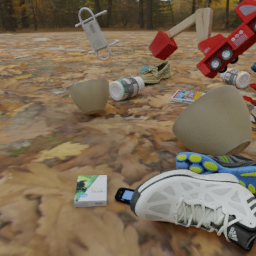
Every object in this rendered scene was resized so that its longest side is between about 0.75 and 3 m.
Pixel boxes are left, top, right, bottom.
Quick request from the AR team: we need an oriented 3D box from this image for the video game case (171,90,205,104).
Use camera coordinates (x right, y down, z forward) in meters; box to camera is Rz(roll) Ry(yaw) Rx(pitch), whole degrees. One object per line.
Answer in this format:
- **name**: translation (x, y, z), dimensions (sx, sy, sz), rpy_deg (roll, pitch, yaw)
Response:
- **video game case**: translation (3.167, -1.403, 13.054), dimensions (2.046, 0.179, 1.463), rpy_deg (10, 26, 21)

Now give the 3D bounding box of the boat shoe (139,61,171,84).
- **boat shoe**: translation (1.526, -3.214, 16.214), dimensions (1.085, 0.928, 2.961), rpy_deg (15, 28, 31)

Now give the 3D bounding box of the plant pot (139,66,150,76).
- **plant pot**: translation (1.126, -3.527, 17.398), dimensions (0.828, 0.558, 0.828), rpy_deg (0, 23, 0)

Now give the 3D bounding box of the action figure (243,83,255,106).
- **action figure**: translation (5.292, -0.642, 9.773), dimensions (2.465, 0.804, 1.220), rpy_deg (24, 9, -29)

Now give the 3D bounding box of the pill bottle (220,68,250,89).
- **pill bottle**: translation (5.778, -2.739, 15.196), dimensions (0.887, 0.887, 1.525), rpy_deg (-9, 26, -19)

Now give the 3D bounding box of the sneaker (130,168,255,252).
- **sneaker**: translation (1.468, 1.524, 5.185), dimensions (2.665, 1.006, 1.534), rpy_deg (0, 22, -23)

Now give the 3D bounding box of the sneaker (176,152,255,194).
- **sneaker**: translation (2.361, 1.071, 6.896), dimensions (2.380, 0.844, 0.986), rpy_deg (7, 8, 15)

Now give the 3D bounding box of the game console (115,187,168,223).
- **game console**: translation (0.399, 1.633, 6.199), dimensions (1.461, 0.176, 0.862), rpy_deg (8, 25, 18)

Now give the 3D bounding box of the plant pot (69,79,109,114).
- **plant pot**: translation (-1.435, -1.154, 11.110), dimensions (1.611, 1.082, 1.611), rpy_deg (-13, -6, -2)

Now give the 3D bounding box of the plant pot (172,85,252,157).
- **plant pot**: translation (2.530, 0.096, 7.799), dimensions (2.168, 2.168, 1.455), rpy_deg (-14, 59, -29)

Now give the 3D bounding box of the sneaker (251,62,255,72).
- **sneaker**: translation (4.193, -1.709, 8.473), dimensions (0.902, 0.369, 0.330), rpy_deg (40, -8, 2)

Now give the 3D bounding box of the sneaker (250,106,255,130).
- **sneaker**: translation (5.163, -0.239, 9.454), dimensions (1.937, 0.873, 0.726), rpy_deg (10, 35, 27)

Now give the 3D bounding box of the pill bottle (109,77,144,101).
- **pill bottle**: translation (-0.021, -1.906, 13.277), dimensions (0.918, 0.918, 1.624), rpy_deg (20, 31, 38)

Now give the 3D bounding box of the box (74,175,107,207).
- **box**: translation (-0.855, 1.458, 6.584), dimensions (0.727, 0.183, 1.007), rpy_deg (-1, 23, -4)

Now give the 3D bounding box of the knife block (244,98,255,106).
- **knife block**: translation (5.563, -1.108, 12.293), dimensions (0.786, 0.252, 0.690), rpy_deg (2, 23, 2)

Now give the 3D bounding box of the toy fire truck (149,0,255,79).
- **toy fire truck**: translation (1.867, -2.160, 6.576), dimensions (0.608, 2.494, 1.759), rpy_deg (-3, 56, -56)

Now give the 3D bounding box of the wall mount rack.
- **wall mount rack**: translation (-0.963, -2.598, 7.855), dimensions (1.279, 1.472, 0.549), rpy_deg (-10, 26, 36)
